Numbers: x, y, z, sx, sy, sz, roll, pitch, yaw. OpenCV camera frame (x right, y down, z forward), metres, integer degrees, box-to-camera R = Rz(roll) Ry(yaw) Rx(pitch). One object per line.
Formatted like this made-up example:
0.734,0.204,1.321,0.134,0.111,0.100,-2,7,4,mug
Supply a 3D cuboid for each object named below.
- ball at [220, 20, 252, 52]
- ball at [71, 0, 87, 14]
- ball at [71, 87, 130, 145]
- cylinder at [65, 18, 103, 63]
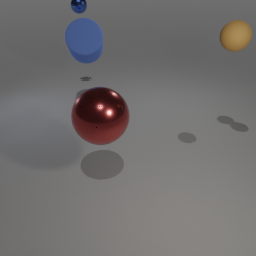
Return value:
2.496,-2.138,6.501,0.700,0.700,0.700,0,29,0,ball
-2.128,-5.326,12.124,0.700,0.700,0.700,0,29,0,ball
-0.661,-0.289,6.770,1.400,1.400,1.400,0,29,0,ball
-1.673,-3.365,10.965,1.400,1.400,1.400,-3,1,-5,cylinder
